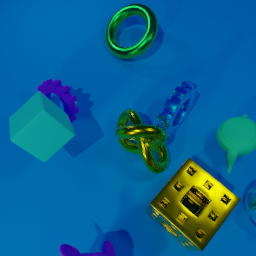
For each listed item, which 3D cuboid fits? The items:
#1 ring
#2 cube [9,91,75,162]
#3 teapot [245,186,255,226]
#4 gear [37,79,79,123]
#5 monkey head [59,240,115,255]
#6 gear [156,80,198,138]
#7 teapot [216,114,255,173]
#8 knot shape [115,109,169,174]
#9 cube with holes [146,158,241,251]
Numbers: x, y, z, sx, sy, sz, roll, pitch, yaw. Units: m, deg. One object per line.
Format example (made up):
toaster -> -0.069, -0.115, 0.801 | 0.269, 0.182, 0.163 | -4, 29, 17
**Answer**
ring -> 0.072, -2.773, 8.013 | 1.653, 0.331, 1.653 | -5, 78, 26
cube -> -1.804, -0.031, 5.857 | 0.900, 0.900, 0.900 | -41, 38, 5
teapot -> 3.022, 1.814, 5.965 | 1.057, 1.700, 0.832 | 5, 31, 32
gear -> -1.773, -0.615, 6.985 | 1.202, 1.202, 0.222 | 34, 40, 14
monkey head -> -0.692, 2.707, 5.314 | 0.957, 1.142, 1.588 | -14, 106, 6
gear -> 1.168, -0.420, 6.703 | 0.272, 1.468, 1.468 | 33, 70, 20
teapot -> 2.583, 0.292, 6.592 | 0.978, 0.770, 1.572 | 14, 60, 30
knot shape -> 0.303, 0.234, 6.350 | 1.713, 1.603, 0.791 | 43, 82, 14
cube with holes -> 1.291, 1.655, 5.943 | 1.255, 1.255, 1.255 | 40, 72, 15
